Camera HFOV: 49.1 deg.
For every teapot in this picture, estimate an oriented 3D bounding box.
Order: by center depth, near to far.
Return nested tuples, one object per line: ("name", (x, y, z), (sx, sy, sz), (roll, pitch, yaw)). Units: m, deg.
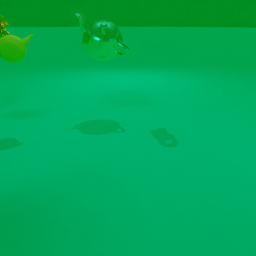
("teapot", (-2.747, -1.946, 6.727), (1.062, 0.660, 0.520), (-24, 40, 8))
("teapot", (-0.733, -2.488, 7.669), (1.862, 0.912, 1.158), (35, 61, 13))

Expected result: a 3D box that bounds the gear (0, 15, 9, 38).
("gear", (-3.807, -2.480, 7.567), (1.337, 1.337, 0.247), (11, -2, 25))
